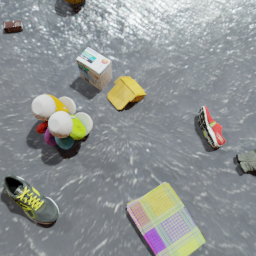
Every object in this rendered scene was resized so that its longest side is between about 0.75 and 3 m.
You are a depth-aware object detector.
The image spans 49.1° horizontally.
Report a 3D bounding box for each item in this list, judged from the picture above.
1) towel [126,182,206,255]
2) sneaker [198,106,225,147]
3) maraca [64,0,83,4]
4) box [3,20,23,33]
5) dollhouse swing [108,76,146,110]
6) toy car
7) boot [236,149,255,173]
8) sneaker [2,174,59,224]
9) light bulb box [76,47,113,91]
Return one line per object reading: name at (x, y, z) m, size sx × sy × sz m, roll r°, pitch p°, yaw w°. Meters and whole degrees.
towel at (1.195, 3.036, 8.980) m, size 1.670 × 0.265 × 2.325 m, roll -30°, pitch 70°, yaw -14°
sneaker at (3.079, -0.064, 10.289) m, size 0.681 × 0.618 × 1.605 m, roll -13°, pitch 75°, yaw -15°
maraca at (-2.467, -6.444, 12.939) m, size 1.399 × 1.091 × 2.040 m, roll 7°, pitch 44°, yaw 4°
box at (-5.094, -4.517, 12.428) m, size 0.783 × 0.294 × 0.392 m, roll -10°, pitch 66°, yaw -3°
dollhouse swing at (-0.078, -1.320, 11.013) m, size 1.070 × 0.941 × 0.973 m, roll 49°, pitch 33°, yaw 20°
toy car at (-2.450, -0.134, 9.817) m, size 2.112 × 1.849 × 1.584 m, roll 42°, pitch 106°, yaw 17°
boot at (4.351, 1.404, 9.680) m, size 0.859 × 0.445 × 1.316 m, roll -19°, pitch 59°, yaw -3°
sneaker at (-3.211, 2.279, 8.937) m, size 2.252 × 0.953 × 0.839 m, roll 31°, pitch 70°, yaw 13°
light bulb box at (-1.281, -2.282, 10.909) m, size 1.165 × 1.175 × 0.733 m, roll 34°, pitch 70°, yaw 15°
